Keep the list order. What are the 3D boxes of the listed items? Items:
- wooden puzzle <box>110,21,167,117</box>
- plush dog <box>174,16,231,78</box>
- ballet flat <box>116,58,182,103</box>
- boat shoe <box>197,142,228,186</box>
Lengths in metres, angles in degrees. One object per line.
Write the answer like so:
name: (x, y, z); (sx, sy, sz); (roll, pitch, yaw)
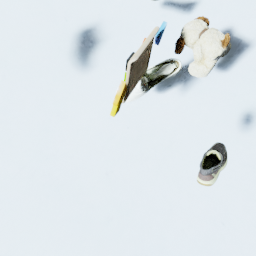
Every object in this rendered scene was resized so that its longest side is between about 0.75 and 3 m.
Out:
wooden puzzle: (0.195, -1.329, 5.972); (0.255, 1.469, 2.178); (28, 49, 7)
plush dog: (1.912, -2.241, 7.186); (1.270, 1.186, 1.478); (40, 76, 14)
ballet flat: (0.546, -1.289, 7.183); (1.923, 0.668, 0.668); (-29, 69, -6)
boat shoe: (1.616, 0.588, 5.231); (0.426, 0.392, 1.193); (18, 40, 26)
